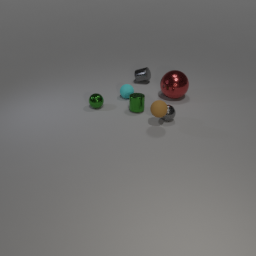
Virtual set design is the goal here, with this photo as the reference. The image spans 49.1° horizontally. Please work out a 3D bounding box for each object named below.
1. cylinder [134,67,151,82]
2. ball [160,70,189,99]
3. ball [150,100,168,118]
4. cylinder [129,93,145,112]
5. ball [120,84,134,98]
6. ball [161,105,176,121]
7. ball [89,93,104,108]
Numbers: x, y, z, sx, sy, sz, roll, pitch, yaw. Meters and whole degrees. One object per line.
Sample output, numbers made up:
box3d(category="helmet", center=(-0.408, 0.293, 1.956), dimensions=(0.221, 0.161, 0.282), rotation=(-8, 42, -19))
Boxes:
box3d(category="cylinder", center=(0.818, -2.946, 15.497), dimensions=(0.700, 0.700, 0.700), rotation=(-7, 25, 30))
box3d(category="ball", center=(2.281, -2.126, 13.736), dimensions=(1.400, 1.400, 1.400), rotation=(0, 31, 0))
box3d(category="ball", center=(1.248, -0.769, 11.256), dimensions=(0.700, 0.700, 0.700), rotation=(0, 31, 0))
box3d(category="cylinder", center=(0.406, -1.158, 12.701), dimensions=(0.700, 0.700, 0.700), rotation=(0, 27, 0))
box3d(category="ball", center=(-0.055, -1.827, 13.902), dimensions=(0.700, 0.700, 0.700), rotation=(0, 31, 0))
box3d(category="ball", center=(1.683, -0.644, 11.959), dimensions=(0.700, 0.700, 0.700), rotation=(0, 31, 0))
box3d(category="ball", center=(-1.473, -1.260, 12.984), dimensions=(0.700, 0.700, 0.700), rotation=(0, 31, 0))
